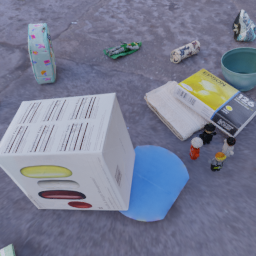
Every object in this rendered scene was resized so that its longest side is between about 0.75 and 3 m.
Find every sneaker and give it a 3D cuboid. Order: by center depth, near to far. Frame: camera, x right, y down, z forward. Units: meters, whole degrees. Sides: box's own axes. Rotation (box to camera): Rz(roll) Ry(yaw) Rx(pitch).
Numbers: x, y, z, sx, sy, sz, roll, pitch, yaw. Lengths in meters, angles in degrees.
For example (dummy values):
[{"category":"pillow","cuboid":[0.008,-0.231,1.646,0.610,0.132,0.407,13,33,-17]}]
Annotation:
[{"category":"sneaker","cuboid":[6.033,-5.183,14.423,1.016,0.914,2.354,16,54,-1]}]

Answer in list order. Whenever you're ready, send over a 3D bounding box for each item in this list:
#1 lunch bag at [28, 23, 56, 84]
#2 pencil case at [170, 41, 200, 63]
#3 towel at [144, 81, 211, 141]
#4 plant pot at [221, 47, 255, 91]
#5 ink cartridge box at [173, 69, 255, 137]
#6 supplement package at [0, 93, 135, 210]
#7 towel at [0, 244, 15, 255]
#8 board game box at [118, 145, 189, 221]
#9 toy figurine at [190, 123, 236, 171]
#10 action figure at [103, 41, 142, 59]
[{"category":"lunch bag","cuboid":[-3.448,-3.066,11.353,0.845,2.193,1.759,-5,45,-9]},{"category":"pencil case","cuboid":[2.627,-3.486,12.868,1.517,0.678,0.590,-30,82,-25]},{"category":"towel","cuboid":[1.796,-0.720,10.141,1.534,0.399,2.314,-30,62,-21]},{"category":"plant pot","cuboid":[4.602,-2.226,11.173,1.765,1.182,1.765,-7,48,8]},{"category":"ink cartridge box","cuboid":[3.419,-1.152,10.225,2.602,0.619,2.633,39,52,21]},{"category":"supplement package","cuboid":[-1.391,0.717,7.274,2.606,2.492,1.916,-3,46,14]},{"category":"towel","cuboid":[-3.247,3.475,6.450,1.386,0.162,1.057,-26,49,-13]},{"category":"board game box","cuboid":[0.591,1.621,8.135,1.874,0.462,2.372,27,60,24]},{"category":"toy figurine","cuboid":[2.667,0.587,8.807,1.237,0.874,1.257,33,54,27]},{"category":"action figure","cuboid":[-0.136,-3.791,13.249,1.858,0.508,1.098,-22,47,-24]}]
